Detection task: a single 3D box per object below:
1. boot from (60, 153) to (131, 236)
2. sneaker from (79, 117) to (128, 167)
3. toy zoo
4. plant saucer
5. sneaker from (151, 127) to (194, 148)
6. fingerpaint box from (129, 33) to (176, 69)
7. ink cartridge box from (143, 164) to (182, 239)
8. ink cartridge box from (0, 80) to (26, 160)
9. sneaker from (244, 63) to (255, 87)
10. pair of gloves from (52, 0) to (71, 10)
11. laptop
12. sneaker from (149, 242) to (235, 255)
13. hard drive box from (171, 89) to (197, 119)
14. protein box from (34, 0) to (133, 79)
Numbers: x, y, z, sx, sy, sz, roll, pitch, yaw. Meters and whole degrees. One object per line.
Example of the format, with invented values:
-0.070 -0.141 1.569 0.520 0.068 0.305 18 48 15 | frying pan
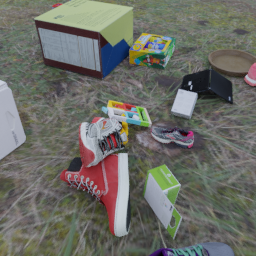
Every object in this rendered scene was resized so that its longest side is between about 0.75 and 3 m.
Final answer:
-0.782 1.485 6.458 1.673 0.840 2.319 -3 33 -3 | boot
-0.575 0.217 7.163 1.043 0.989 2.540 -1 17 10 | sneaker
-0.070 -0.474 8.735 1.512 0.155 0.992 11 30 -16 | toy zoo
4.387 -2.722 11.670 2.081 0.307 2.081 -1 41 1 | plant saucer
1.300 0.167 8.203 1.276 0.476 0.514 12 42 14 | sneaker
1.086 -3.386 12.141 1.562 0.687 1.873 14 43 16 | fingerpaint box
0.887 1.602 6.144 0.482 0.940 1.272 -17 47 -24 | ink cartridge box
-4.449 -0.548 7.810 2.820 2.059 1.189 23 46 25 | ink cartridge box
5.451 -1.945 10.330 2.029 0.880 0.748 6 41 5 | sneaker
-3.024 -4.953 12.987 0.303 2.137 2.658 32 41 2 | pair of gloves
2.908 -1.454 10.372 1.675 0.865 1.485 -12 34 27 | laptop
1.027 2.522 5.093 2.247 0.983 0.836 -13 43 -14 | sneaker
1.836 -0.782 9.116 0.631 0.311 0.810 17 77 20 | hard drive box
-1.669 -3.815 11.648 2.894 1.952 2.873 18 44 19 | protein box
